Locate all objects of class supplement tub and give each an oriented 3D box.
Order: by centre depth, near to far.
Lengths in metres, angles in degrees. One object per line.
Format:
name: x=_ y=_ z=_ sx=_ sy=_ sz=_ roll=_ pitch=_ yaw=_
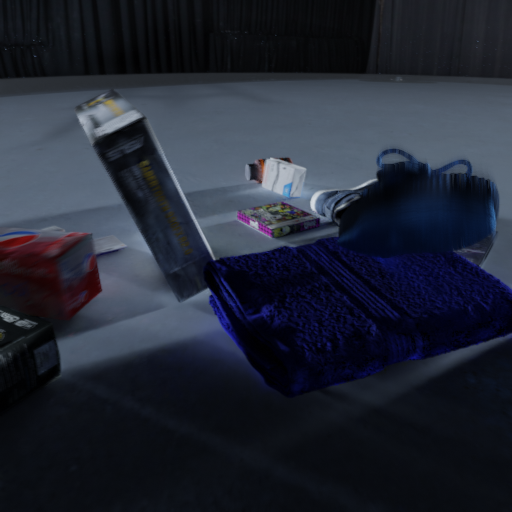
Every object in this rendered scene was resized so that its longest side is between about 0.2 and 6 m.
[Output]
supplement tub: x=0.364 y=-2.398 z=15.785 sx=1.283 sy=0.686 sz=0.686 roll=-7 pitch=24 yaw=-15

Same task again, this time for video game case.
video game case: x=3.938 y=-0.242 z=11.351 sx=1.496 sy=0.199 sz=2.095 roll=13 pitch=27 yaw=28
video game case: x=0.487 y=-0.836 z=12.648 sx=1.315 sy=0.260 sz=1.451 roll=-14 pitch=27 yaw=-30

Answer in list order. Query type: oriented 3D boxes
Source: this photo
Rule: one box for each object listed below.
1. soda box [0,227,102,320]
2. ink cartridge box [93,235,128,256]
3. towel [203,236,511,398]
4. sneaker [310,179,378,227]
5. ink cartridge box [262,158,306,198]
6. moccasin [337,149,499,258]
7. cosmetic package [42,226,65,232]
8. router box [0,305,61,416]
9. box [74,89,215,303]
soda box: x=-4.183 y=0.196 z=9.051 sx=3.168 sy=1.109 sz=1.005 roll=5 pitch=25 yaw=16
ink cartridge box: x=-3.054 y=-0.156 z=11.181 sx=0.763 sy=0.155 sz=0.765 roll=-16 pitch=29 yaw=-33
towel: x=1.512 y=0.719 z=8.300 sx=3.993 sy=0.989 sz=2.948 roll=-10 pitch=32 yaw=-23
sneaker: x=2.541 y=-1.133 z=12.413 sx=2.272 sy=0.864 sz=1.642 roll=-12 pitch=17 yaw=-10
ink cartridge box: x=0.623 y=-2.079 z=14.751 sx=0.459 sy=0.784 sz=1.352 roll=-6 pitch=24 yaw=-42
moccasin: x=1.796 y=-0.720 z=7.098 sx=1.354 sy=1.148 sz=3.366 roll=18 pitch=-7 yaw=-13
cosmetic package: x=-4.158 y=-0.347 z=11.352 sx=0.372 sy=0.372 sz=0.451 roll=18 pitch=28 yaw=37
router box: x=-4.216 y=1.284 z=6.880 sx=2.811 sy=0.873 sz=2.106 roll=12 pitch=26 yaw=26
box: x=-2.016 y=-1.256 z=10.076 sx=0.908 sy=2.974 sz=3.755 roll=-29 pitch=29 yaw=-8
